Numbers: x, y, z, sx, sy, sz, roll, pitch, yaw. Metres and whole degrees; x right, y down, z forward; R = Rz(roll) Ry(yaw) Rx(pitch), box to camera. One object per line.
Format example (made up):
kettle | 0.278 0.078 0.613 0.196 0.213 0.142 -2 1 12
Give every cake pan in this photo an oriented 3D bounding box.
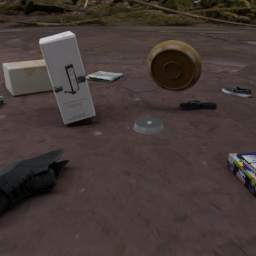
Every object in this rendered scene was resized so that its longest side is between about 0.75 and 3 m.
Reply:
cake pan | 0.631 -0.088 8.495 0.962 0.176 0.962 0 24 0

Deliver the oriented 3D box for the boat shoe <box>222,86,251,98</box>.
boat shoe | 4.478 -1.548 11.517 1.213 0.343 0.416 22 32 40

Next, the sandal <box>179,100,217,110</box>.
sandal | 2.499 -0.866 10.070 1.367 0.293 0.520 -3 25 -7

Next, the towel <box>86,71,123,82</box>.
towel | -1.194 -2.614 13.985 1.503 0.260 1.447 10 26 23

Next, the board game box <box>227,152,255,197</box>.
board game box | 2.890 0.954 5.982 1.032 0.354 1.248 -2 24 -9

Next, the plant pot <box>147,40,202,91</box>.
plant pot | 1.492 -1.957 9.280 1.857 1.857 0.255 8 42 17

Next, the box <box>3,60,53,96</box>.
box | -3.721 -2.291 12.177 2.916 1.134 1.384 -15 28 -30

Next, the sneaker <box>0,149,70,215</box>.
sneaker | -1.919 1.018 5.494 1.081 0.622 2.072 -3 21 5

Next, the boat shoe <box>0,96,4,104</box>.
boat shoe | -4.820 -0.835 10.085 0.355 0.418 1.148 47 22 -3

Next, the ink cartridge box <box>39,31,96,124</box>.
ink cartridge box | -1.923 -1.631 8.811 1.043 2.475 1.806 -17 24 -11
